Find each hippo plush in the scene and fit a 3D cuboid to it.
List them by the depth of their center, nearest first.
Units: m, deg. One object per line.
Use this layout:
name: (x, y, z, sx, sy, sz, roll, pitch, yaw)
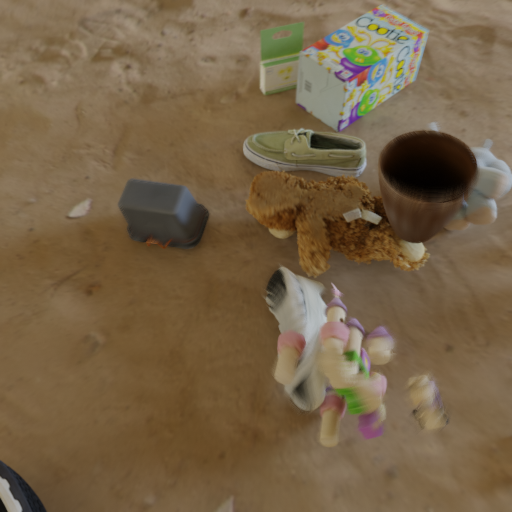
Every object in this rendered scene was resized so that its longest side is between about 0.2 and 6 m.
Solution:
hippo plush: (4.414, -1.583, 11.946, 2.158, 1.719, 1.735, 45, 38, 20)

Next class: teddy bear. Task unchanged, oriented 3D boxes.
teddy bear: (1.635, -0.648, 11.091, 3.703, 1.236, 2.685, 0, 55, -1)

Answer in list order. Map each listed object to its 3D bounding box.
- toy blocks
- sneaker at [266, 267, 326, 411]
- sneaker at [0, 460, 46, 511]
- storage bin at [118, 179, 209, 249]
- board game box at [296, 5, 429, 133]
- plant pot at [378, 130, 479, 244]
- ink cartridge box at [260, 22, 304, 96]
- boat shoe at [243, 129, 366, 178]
toy blocks: (1.633, 1.611, 8.754, 2.067, 1.932, 1.740, -20, 26, 25)
sneaker: (0.926, 1.389, 9.795, 1.072, 0.994, 2.646, 13, 50, -25)
sneaker: (-3.355, 4.274, 7.575, 1.308, 1.133, 3.159, -30, 59, -20)
storage bin: (-1.952, -0.852, 11.204, 1.635, 1.098, 1.190, 9, 65, 17)
board game box: (2.605, -4.684, 13.914, 2.985, 1.566, 1.538, -37, 63, -23)
plant pot: (2.806, -0.992, 9.579, 1.561, 1.670, 1.561, -3, 58, 5)
ink cartridge box: (0.693, -4.917, 14.054, 1.186, 1.629, 0.391, -16, 55, -12)
boat shoe: (1.111, -2.489, 12.723, 2.838, 0.880, 1.022, 8, 54, 6)
